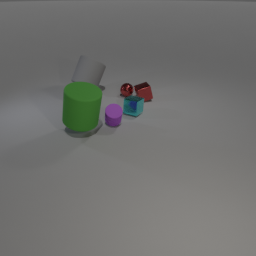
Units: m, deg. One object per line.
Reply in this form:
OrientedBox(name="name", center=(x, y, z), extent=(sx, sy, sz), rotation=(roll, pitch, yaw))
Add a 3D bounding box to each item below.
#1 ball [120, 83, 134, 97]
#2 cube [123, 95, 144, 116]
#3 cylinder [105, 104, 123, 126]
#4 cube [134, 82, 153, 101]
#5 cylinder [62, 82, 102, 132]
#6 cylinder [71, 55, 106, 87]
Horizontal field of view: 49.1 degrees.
OrientedBox(name="ball", center=(-0.059, -1.979, 14.498), extent=(0.700, 0.700, 0.700), rotation=(0, 28, 0))
OrientedBox(name="cube", center=(0.253, -1.011, 12.609), extent=(0.700, 0.700, 0.700), rotation=(15, 25, 24))
OrientedBox(name="cylinder", center=(-0.593, -0.531, 11.479), extent=(0.700, 0.700, 0.700), rotation=(2, 62, -5))
OrientedBox(name="cube", center=(0.772, -1.794, 14.005), extent=(0.700, 0.700, 0.700), rotation=(-19, 30, -4))
OrientedBox(name="cylinder", center=(-1.745, -0.815, 10.591), extent=(1.400, 1.400, 1.400), rotation=(8, 36, -6))
OrientedBox(name="cylinder", center=(-2.022, -2.802, 14.373), extent=(1.400, 1.400, 1.400), rotation=(22, 2, -1))
